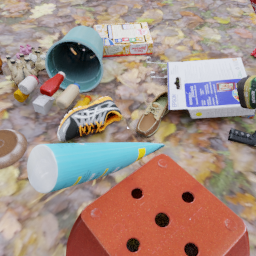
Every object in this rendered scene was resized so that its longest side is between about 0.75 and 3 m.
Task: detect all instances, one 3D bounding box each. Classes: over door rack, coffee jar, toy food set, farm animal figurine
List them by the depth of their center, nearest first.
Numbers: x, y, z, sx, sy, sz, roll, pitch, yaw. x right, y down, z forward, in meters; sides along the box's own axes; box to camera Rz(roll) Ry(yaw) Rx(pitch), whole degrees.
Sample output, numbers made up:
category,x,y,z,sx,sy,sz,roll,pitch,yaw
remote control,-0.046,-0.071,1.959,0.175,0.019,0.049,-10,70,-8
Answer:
category,x,y,z,sx,sy,sz,roll,pitch,yaw
coffee jar,2.869,-0.693,5.601,0.571,0.698,1.339,-36,27,-27
toy food set,-2.572,-1.220,9.594,2.528,1.207,1.137,18,50,13
farm animal figurine,-3.845,-2.293,10.635,1.929,1.201,2.389,10,31,20
over door rack,1.361,-2.155,10.837,1.403,0.467,1.037,9,46,-21

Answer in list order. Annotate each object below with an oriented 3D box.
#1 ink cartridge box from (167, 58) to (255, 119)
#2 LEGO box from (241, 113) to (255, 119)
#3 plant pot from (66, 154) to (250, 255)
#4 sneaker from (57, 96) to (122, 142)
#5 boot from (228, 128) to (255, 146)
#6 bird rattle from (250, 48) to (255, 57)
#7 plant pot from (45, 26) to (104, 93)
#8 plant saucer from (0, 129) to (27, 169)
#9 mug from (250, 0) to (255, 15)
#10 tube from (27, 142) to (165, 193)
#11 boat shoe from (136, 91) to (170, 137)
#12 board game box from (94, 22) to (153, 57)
category,x,y,z,sx,sy,sz,roll,pitch,yaw
ink cartridge box,2.756,-1.437,9.766,2.704,0.635,2.672,-3,47,11
LEGO box,4.006,-0.980,9.868,0.899,0.466,1.208,12,50,11
plant pot,0.571,2.342,5.484,2.981,2.630,2.984,-32,56,-25
sneaker,-1.184,-0.214,8.933,2.332,0.913,0.901,-34,62,-27
boot,3.757,0.185,8.973,0.965,0.317,0.795,13,48,17
bird rattle,5.993,-3.086,11.786,1.133,0.783,1.389,-18,37,-30
plant pot,-1.813,-2.741,10.568,2.070,2.070,2.028,3,40,3
plant saucer,-3.946,0.561,8.633,1.581,0.289,1.581,0,48,0
mug,4.021,-2.637,6.964,1.415,2.121,1.882,-23,31,32
tube,-0.401,0.540,4.764,2.595,1.005,0.654,-1,70,-53
boat shoe,0.866,-0.544,9.312,0.736,0.718,1.945,22,52,19
board game box,-0.249,-3.960,12.441,2.466,0.571,1.868,-4,49,-4
